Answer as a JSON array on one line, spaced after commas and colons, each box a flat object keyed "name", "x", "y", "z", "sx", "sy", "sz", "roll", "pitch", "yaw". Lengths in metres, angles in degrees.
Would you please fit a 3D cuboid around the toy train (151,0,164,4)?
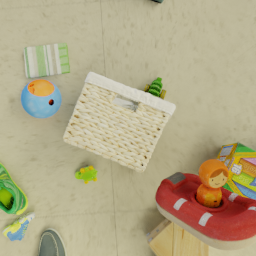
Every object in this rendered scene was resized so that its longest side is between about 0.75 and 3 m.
[{"name": "toy train", "x": 0.596, "y": -4.973, "z": 9.461, "sx": 1.868, "sy": 1.065, "sz": 0.796, "roll": 21, "pitch": 54, "yaw": 5}]

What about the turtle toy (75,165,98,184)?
[{"name": "turtle toy", "x": -1.313, "y": 1.449, "z": 8.827, "sx": 0.751, "sy": 0.380, "sz": 0.547, "roll": -15, "pitch": 106, "yaw": 0}]

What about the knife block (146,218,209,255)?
[{"name": "knife block", "x": 1.909, "y": 3.810, "z": 8.188, "sx": 2.999, "sy": 0.960, "sz": 2.633, "roll": -41, "pitch": 84, "yaw": -6}]

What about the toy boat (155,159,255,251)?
[{"name": "toy boat", "x": 1.914, "y": 1.509, "z": 6.474, "sx": 2.533, "sy": 1.653, "sz": 1.656, "roll": 23, "pitch": 119, "yaw": 40}]

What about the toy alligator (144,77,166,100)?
[{"name": "toy alligator", "x": 0.672, "y": -0.712, "z": 8.824, "sx": 0.706, "sy": 0.646, "sz": 2.382, "roll": 21, "pitch": 71, "yaw": 5}]

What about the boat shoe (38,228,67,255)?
[{"name": "boat shoe", "x": -2.300, "y": 4.167, "z": 8.143, "sx": 0.847, "sy": 0.719, "sz": 2.326, "roll": -9, "pitch": 75, "yaw": 12}]

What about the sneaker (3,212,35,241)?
[{"name": "sneaker", "x": -3.243, "y": 3.069, "z": 8.617, "sx": 1.121, "sy": 0.424, "sz": 0.589, "roll": -31, "pitch": 95, "yaw": 3}]

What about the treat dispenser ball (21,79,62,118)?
[{"name": "treat dispenser ball", "x": -2.711, "y": -0.913, "z": 8.780, "sx": 1.225, "sy": 1.225, "sz": 1.225, "roll": 0, "pitch": 81, "yaw": 0}]

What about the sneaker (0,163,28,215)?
[{"name": "sneaker", "x": -4.000, "y": 1.690, "z": 8.494, "sx": 2.331, "sy": 0.974, "sz": 0.863, "roll": 41, "pitch": 84, "yaw": 6}]

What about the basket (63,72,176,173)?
[{"name": "basket", "x": -0.223, "y": -0.044, "z": 8.022, "sx": 2.442, "sy": 2.464, "sz": 1.981, "roll": 22, "pitch": 84, "yaw": 4}]

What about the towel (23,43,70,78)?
[{"name": "towel", "x": -2.746, "y": -2.281, "z": 9.515, "sx": 1.477, "sy": 0.227, "sz": 1.102, "roll": -7, "pitch": 84, "yaw": -3}]

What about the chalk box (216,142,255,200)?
[{"name": "chalk box", "x": 3.787, "y": 1.624, "z": 8.260, "sx": 2.386, "sy": 1.489, "sz": 1.479, "roll": 26, "pitch": 83, "yaw": 3}]
